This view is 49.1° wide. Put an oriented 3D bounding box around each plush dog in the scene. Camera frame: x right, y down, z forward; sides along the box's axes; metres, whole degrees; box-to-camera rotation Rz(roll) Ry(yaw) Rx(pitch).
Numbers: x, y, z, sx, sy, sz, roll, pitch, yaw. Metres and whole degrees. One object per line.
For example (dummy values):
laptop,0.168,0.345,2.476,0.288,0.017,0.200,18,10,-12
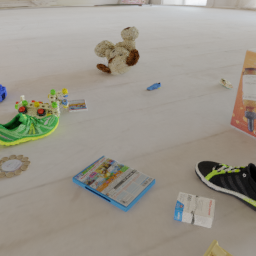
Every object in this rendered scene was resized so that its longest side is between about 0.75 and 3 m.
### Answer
plush dog,-0.372,-3.725,15.014,2.760,2.215,2.371,-19,37,26

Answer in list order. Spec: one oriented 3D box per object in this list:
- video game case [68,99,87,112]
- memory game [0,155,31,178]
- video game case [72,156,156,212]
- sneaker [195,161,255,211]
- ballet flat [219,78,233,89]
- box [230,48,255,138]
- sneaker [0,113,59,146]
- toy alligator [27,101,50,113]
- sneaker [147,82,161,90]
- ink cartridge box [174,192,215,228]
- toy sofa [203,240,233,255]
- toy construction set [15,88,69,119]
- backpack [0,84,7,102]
video game case,-2.063,-0.921,11.453,0.705,0.086,0.986,-6,30,-12
memory game,-3.318,1.076,7.982,1.069,0.068,1.069,0,29,0
video game case,-0.374,1.379,7.363,1.803,0.160,1.290,21,36,31
sneaker,2.801,1.173,6.848,2.422,1.003,0.869,24,38,37
ballet flat,4.688,-2.142,13.388,0.344,0.290,0.909,-11,32,-19
box,4.790,-1.034,8.966,1.451,2.729,2.078,-18,34,-29
sneaker,-3.242,-0.081,9.181,2.104,0.879,0.779,-21,35,-33
toy alligator,-3.469,-0.778,10.852,1.412,0.419,0.383,14,31,21
sneaker,1.200,-1.962,13.071,0.767,0.301,0.253,-15,35,-22
ink cartridge box,1.507,1.847,6.343,0.828,0.349,0.604,10,31,17
toy sofa,1.980,2.705,4.681,1.615,0.788,0.669,27,64,38
toy construction set,-3.331,-0.869,10.466,2.124,0.978,1.393,-3,53,10
backpack,-5.541,-1.526,11.914,0.686,0.709,0.845,7,26,-2
